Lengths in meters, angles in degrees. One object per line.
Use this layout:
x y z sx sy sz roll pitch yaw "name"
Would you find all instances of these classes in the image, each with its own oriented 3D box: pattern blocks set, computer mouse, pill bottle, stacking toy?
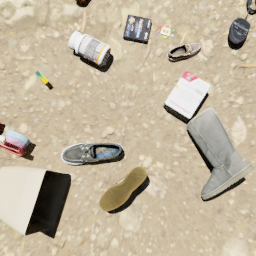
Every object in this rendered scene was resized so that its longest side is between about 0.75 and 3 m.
1.707 -4.379 12.695 0.778 0.063 0.684 3 80 0 "pattern blocks set"
5.224 -4.946 12.658 0.863 0.501 2.946 30 74 -5 "computer mouse"
-1.647 -3.426 12.062 1.660 0.966 0.966 28 81 5 "pill bottle"
-5.050 0.081 10.914 2.352 2.129 0.993 21 69 5 "stacking toy"

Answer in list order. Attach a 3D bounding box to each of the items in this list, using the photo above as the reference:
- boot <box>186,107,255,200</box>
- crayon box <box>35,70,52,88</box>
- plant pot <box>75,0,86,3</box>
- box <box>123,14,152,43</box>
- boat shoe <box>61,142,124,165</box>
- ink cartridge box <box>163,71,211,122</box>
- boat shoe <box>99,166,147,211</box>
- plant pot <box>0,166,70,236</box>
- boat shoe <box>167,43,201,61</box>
3.155 1.032 11.036 2.608 1.041 2.868 -46 70 28 "boot"
-3.592 -2.059 12.039 0.206 0.515 0.811 -44 82 -7 "crayon box"
-2.147 -6.046 12.708 0.753 0.753 0.527 10 97 2 "plant pot"
0.424 -4.462 12.609 1.110 0.278 1.119 13 80 3 "box"
-1.468 0.962 11.373 2.583 0.731 0.886 -7 80 -1 "boat shoe"
2.447 -1.327 11.802 1.246 0.708 1.710 33 81 6 "ink cartridge box"
-0.136 2.372 10.831 2.237 0.725 0.819 -39 76 2 "boat shoe"
-3.762 2.476 10.477 1.961 2.215 2.213 13 80 13 "plant pot"
2.501 -3.408 12.302 1.614 0.480 0.580 -18 80 -3 "boat shoe"
